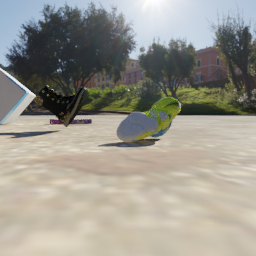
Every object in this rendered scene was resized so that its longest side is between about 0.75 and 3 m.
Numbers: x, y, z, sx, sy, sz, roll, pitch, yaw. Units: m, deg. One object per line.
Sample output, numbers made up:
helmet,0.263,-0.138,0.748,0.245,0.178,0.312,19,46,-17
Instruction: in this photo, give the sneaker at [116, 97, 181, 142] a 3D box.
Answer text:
sneaker,0.369,0.012,4.718,1.321,0.694,0.500,-28,55,-27

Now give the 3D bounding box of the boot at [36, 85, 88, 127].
boot,-1.685,-0.730,6.984,1.432,1.082,0.517,-49,6,46

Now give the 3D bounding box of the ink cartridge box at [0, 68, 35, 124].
ink cartridge box,-4.899,-1.242,10.966,1.657,1.615,2.578,40,-6,-9

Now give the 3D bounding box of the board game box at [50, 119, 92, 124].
board game box,-2.391,-0.275,11.638,1.600,0.258,0.961,-1,7,-22
